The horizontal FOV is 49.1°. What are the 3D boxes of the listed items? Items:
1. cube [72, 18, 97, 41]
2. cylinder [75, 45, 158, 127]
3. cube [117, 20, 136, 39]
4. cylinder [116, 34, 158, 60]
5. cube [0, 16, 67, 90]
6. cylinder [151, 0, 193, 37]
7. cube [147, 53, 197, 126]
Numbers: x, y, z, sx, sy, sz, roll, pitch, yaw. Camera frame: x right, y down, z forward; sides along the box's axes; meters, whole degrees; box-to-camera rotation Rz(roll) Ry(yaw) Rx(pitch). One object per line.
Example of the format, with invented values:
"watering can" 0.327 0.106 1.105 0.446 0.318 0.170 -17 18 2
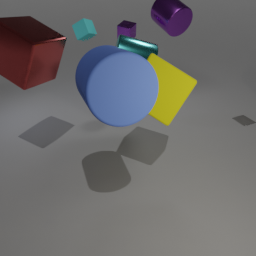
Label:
"cube" -1.939 -4.384 12.539 0.700 0.700 0.700 -19 3 28
"cylinder" -0.282 -0.901 5.689 1.400 1.400 1.400 -9 23 -15
"cube" -0.059 -4.681 13.524 0.700 0.700 0.700 20 48 18
"cylinder" 0.197 -2.455 9.993 1.400 1.400 1.400 13 30 -9
"cube" -2.829 -2.140 7.851 1.400 1.400 1.400 32 32 10
"cylinder" 1.974 -5.135 12.753 1.400 1.400 1.400 -18 54 -27
"cube" 0.938 -1.097 7.906 1.400 1.400 1.400 33 14 3
